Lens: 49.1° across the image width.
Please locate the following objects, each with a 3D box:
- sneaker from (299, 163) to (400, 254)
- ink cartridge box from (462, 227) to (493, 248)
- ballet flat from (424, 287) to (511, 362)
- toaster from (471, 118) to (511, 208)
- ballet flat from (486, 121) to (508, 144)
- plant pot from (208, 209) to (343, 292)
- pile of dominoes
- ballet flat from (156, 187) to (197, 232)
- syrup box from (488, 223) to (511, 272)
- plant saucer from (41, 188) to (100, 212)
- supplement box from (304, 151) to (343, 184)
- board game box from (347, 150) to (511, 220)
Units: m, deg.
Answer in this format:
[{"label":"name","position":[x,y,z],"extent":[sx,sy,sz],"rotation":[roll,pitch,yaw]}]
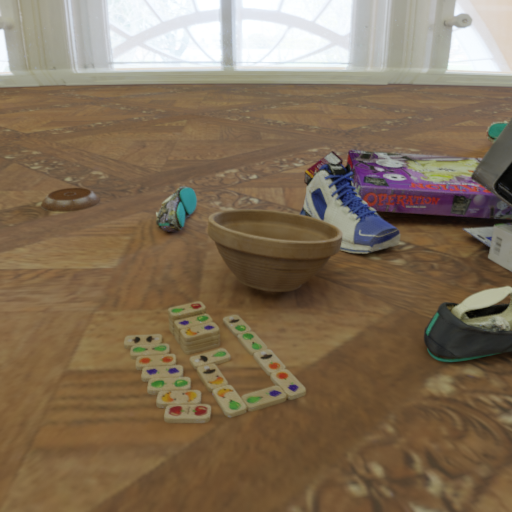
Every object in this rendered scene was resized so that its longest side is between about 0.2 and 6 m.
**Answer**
[{"label":"sneaker","position":[1.654,-1.033,10.946],"extent":[0.994,1.421,2.460],"rotation":[-15,28,-29]},{"label":"ink cartridge box","position":[4.636,-0.310,10.818],"extent":[0.951,0.223,0.940],"rotation":[-7,26,-11]},{"label":"ballet flat","position":[3.485,0.820,7.356],"extent":[2.623,0.958,0.958],"rotation":[-4,24,-10]},{"label":"toaster","position":[5.882,-1.468,9.390],"extent":[3.362,2.206,3.718],"rotation":[43,40,16]},{"label":"ballet flat","position":[8.782,-3.770,17.988],"extent":[2.662,1.007,0.851],"rotation":[25,2,37]},{"label":"plant pot","position":[0.256,-0.057,8.893],"extent":[2.113,0.975,2.113],"rotation":[6,17,-2]},{"label":"pile of dominoes","position":[-0.625,1.243,7.076],"extent":[1.701,0.347,2.182],"rotation":[-11,25,-24]},{"label":"ballet flat","position":[-1.752,-1.012,11.925],"extent":[0.686,0.686,1.908],"rotation":[2,23,4]},{"label":"syrup box","position":[5.119,-0.229,10.038],"extent":[1.688,0.665,0.687],"rotation":[-7,25,-17]},{"label":"plant saucer","position":[-4.367,-1.354,13.165],"extent":[1.344,0.246,1.344],"rotation":[-1,23,0]},{"label":"supplement box","position":[1.579,-1.990,13.163],"extent":[0.883,0.487,0.378],"rotation":[-38,70,-15]},{"label":"board game box","position":[4.465,-1.619,12.625],"extent":[4.612,0.745,2.768],"rotation":[4,30,1]}]
